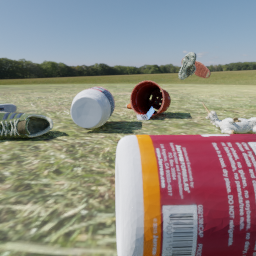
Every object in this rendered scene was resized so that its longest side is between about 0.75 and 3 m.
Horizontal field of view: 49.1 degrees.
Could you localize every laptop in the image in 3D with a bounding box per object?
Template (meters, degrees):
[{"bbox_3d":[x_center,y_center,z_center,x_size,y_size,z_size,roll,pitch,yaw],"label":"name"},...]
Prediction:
[{"bbox_3d":[0.798,-0.680,13.006,0.763,0.442,0.714,-1,21,-4],"label":"laptop"}]

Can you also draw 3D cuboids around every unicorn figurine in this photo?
[{"bbox_3d":[3.866,-0.166,9.934,2.614,0.965,1.796,16,4,7],"label":"unicorn figurine"}]

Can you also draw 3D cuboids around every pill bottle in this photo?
[{"bbox_3d":[1.210,0.815,3.189,2.667,1.507,1.507,0,11,-5],"label":"pill bottle"},{"bbox_3d":[-1.387,-0.810,11.145,1.538,1.538,2.572,1,12,3],"label":"pill bottle"}]

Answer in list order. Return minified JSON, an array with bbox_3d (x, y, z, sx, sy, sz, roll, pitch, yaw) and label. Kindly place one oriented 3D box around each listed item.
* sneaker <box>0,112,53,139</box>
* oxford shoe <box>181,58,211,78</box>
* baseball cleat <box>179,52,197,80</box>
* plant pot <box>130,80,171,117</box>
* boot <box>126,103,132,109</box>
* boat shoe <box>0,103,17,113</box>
[{"bbox_3d":[-3.682,-0.101,9.224,2.592,0.869,1.163,-6,8,-40],"label":"sneaker"},{"bbox_3d":[3.054,-2.644,12.147,0.583,0.559,1.579,-7,41,-40],"label":"oxford shoe"},{"bbox_3d":[2.484,-2.539,11.189,0.754,0.494,1.417,-25,-21,-27],"label":"baseball cleat"},{"bbox_3d":[1.283,-1.401,14.104,1.777,1.777,1.728,6,4,27],"label":"plant pot"},{"bbox_3d":[0.366,-1.378,16.807,0.635,0.444,1.185,1,11,33],"label":"boot"},{"bbox_3d":[-6.771,-0.967,14.356,1.981,0.680,0.561,1,2,-24],"label":"boat shoe"}]
